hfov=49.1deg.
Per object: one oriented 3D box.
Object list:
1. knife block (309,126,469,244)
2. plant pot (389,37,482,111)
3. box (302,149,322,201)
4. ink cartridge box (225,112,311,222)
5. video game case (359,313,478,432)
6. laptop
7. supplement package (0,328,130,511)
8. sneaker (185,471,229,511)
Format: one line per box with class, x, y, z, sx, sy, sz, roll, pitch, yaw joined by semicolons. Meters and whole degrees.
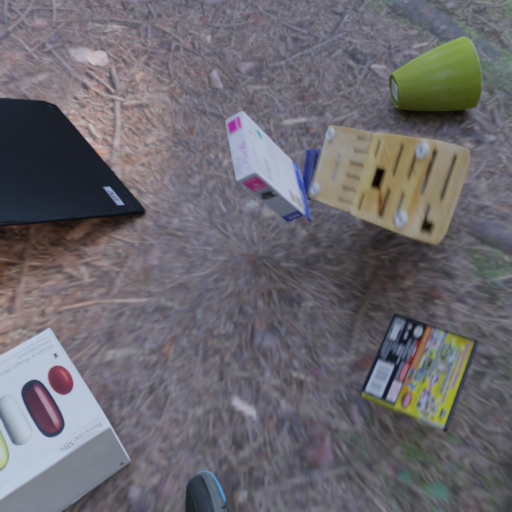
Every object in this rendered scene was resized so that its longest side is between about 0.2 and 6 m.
knife block;2.455;-0.889;7.869;2.978;1.085;3.392;9;12;-26
plant pot;3.450;-3.429;11.083;1.481;1.386;1.386;-14;53;3
box;0.914;-1.273;8.668;0.198;0.740;1.221;11;14;17
ink cartridge box;0.202;-1.101;7.541;0.344;1.640;0.979;-24;60;25
video game case;1.951;1.361;6.722;1.053;0.149;1.165;18;64;27
laptop;-4.962;-0.841;9.662;4.357;2.250;3.861;-44;60;0
supplement package;-2.690;2.113;6.740;1.574;1.211;1.646;-32;57;-22
sneaker;-0.701;3.545;5.825;1.031;0.922;2.517;-3;52;-3
